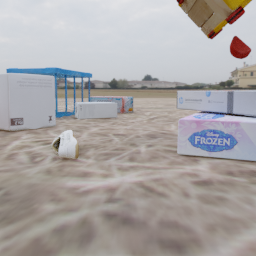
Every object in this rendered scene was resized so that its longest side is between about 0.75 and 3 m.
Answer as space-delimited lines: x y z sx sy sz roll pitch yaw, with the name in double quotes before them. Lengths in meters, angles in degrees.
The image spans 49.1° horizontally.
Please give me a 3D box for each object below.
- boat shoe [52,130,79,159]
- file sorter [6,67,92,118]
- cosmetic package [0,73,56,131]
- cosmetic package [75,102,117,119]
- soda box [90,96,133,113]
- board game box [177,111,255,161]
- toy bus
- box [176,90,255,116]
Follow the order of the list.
"boat shoe" -0.934 0.219 4.024 0.317 0.324 0.914 -2 9 -20
"file sorter" -2.811 -1.317 10.658 1.958 1.731 2.821 2 7 17
"cosmetic package" -2.864 -0.681 7.147 1.603 1.323 1.322 5 9 36
"cosmetic package" -1.135 -0.633 9.926 1.391 0.564 0.785 -1 7 -19
"soda box" -0.825 -1.094 12.918 2.287 0.727 0.782 7 10 41
"board game box" 2.387 0.041 4.547 2.601 0.536 2.607 3 8 23
"toy bus" 1.953 -2.849 5.653 2.429 1.330 2.575 42 6 -49
"box" 1.986 -0.465 4.846 1.463 0.386 1.876 -3 7 -25
